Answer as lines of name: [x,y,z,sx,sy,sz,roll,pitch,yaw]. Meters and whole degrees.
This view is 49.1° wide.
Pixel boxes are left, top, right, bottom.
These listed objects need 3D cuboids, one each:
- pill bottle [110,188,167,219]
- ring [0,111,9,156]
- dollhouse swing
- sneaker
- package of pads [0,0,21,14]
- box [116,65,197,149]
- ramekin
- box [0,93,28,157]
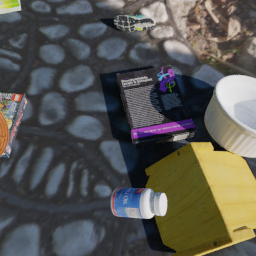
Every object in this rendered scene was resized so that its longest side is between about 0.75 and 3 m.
pill bottle: [0.163,1.096,4.102,0.760,0.427,0.427,-5,56,26]
ring: [-2.512,0.070,4.073,1.449,1.449,0.139,-12,31,-7]
dollhouse swing: [2.100,1.867,7.360,2.187,2.116,2.407,-35,57,28]
sneaker: [0.249,-4.085,10.849,1.605,0.622,0.639,3,39,-2]
package of pads: [-5.061,-5.148,11.467,1.211,0.413,0.936,-14,62,-9]
box: [0.813,-0.752,8.866,1.902,0.480,2.661,-10,62,-7]
ramekin: [3.356,-0.311,7.928,2.367,1.154,2.367,8,49,-9]
box: [-4.056,-0.162,8.455,1.455,0.402,2.131,2,55,1]
